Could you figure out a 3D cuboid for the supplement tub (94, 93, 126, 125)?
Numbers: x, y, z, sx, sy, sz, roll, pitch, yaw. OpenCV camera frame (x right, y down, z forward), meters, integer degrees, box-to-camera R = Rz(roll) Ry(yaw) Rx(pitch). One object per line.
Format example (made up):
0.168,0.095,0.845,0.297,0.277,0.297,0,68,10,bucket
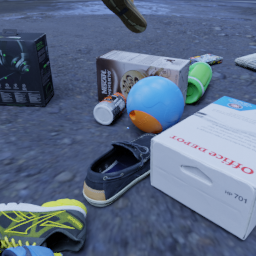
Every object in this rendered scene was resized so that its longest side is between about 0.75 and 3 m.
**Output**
-0.476,-0.580,7.968,0.642,0.642,1.049,11,32,19,supplement tub

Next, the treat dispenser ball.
0.697,-0.590,7.193,1.465,1.465,1.465,0,30,0,treat dispenser ball

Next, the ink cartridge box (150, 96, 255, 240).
2.071,0.499,5.570,2.023,1.187,2.763,26,40,38,ink cartridge box

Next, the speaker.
2.250,-1.571,9.421,0.923,0.923,2.086,13,33,21,speaker

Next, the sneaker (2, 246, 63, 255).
-1.115,2.169,2.921,0.845,0.710,2.155,24,17,-26,sneaker

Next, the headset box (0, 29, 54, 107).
-3.472,-1.872,8.619,1.928,2.214,1.027,1,31,4,headset box

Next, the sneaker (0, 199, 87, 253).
-1.521,1.585,4.205,1.899,0.707,0.803,-9,31,-15,sneaker

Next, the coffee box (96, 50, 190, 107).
0.413,-1.400,8.540,2.626,1.484,1.048,14,33,24,coffee box

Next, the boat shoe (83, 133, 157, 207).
0.011,0.629,5.805,0.909,0.758,2.436,18,34,31,boat shoe

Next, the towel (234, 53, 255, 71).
6.316,-2.737,11.863,2.536,0.438,2.441,-14,33,-24,towel

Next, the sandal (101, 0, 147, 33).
-0.141,-3.763,8.335,0.849,2.113,0.571,-9,50,45,sandal

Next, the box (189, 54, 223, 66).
3.468,-3.024,12.527,1.271,0.253,0.870,-19,35,-29,box
